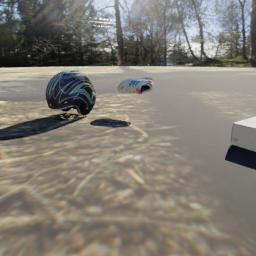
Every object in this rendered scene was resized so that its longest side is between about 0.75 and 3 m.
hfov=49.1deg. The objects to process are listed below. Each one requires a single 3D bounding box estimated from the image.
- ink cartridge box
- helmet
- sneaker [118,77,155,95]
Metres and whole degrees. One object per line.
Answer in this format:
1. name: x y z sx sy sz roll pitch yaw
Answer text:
1. ink cartridge box: 3.174 0.110 6.471 1.293 0.554 0.955 -12 19 -35
2. helmet: -1.968 -1.189 9.451 1.597 1.597 1.522 12 -16 37
3. sneaker: 0.264 -1.429 9.872 1.345 0.474 0.629 -7 34 10
